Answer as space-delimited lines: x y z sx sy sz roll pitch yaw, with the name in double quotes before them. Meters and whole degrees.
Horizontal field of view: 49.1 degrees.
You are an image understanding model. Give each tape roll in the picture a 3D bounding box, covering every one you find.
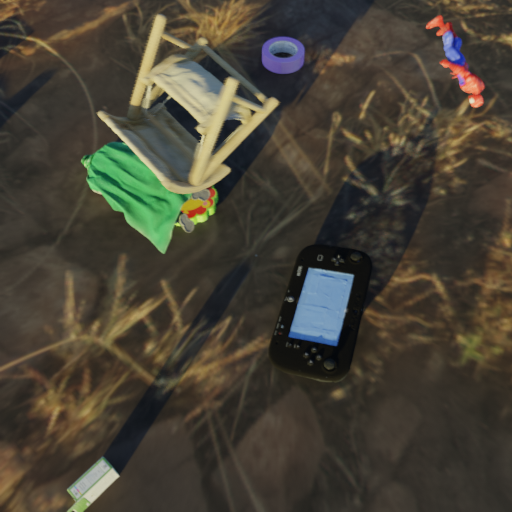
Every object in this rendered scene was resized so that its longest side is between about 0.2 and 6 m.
"tape roll" 0.643 -4.804 13.405 1.004 0.329 1.004 0 55 0

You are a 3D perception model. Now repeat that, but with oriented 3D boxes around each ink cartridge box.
"ink cartridge box" -2.335 3.226 7.760 0.249 0.436 0.840 37 63 23

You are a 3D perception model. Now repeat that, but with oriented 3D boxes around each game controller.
"game controller" 1.101 0.874 9.335 1.330 0.537 2.550 14 56 9

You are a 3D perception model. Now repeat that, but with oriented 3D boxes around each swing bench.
"swing bench" -1.077 -2.210 8.534 1.897 1.907 1.237 47 22 23

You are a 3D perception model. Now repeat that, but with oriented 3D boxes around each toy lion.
"toy lion" -1.528 -1.309 10.928 1.603 0.550 1.536 6 63 4

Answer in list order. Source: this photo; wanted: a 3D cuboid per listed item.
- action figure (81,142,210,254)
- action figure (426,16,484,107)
"action figure" -2.275 -1.397 10.566 3.070 0.840 1.814 27 88 32
"action figure" 3.883 -3.683 10.781 0.657 0.519 2.008 10 54 -46
